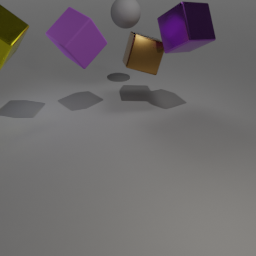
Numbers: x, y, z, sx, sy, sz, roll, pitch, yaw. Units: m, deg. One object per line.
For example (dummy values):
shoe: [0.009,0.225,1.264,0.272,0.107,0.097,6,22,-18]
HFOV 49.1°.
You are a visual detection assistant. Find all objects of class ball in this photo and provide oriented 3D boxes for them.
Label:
ball: [-0.107,-5.348,12.987,1.400,1.400,1.400,0,30,0]

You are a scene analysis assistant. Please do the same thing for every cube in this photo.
cube: [-4.494,-3.126,9.516,1.400,1.400,1.400,34,44,-21]
cube: [0.669,-3.293,12.294,1.400,1.400,1.400,12,22,-13]
cube: [-1.929,-3.394,10.613,1.400,1.400,1.400,39,86,32]
cube: [2.175,-3.715,10.491,1.400,1.400,1.400,-14,2,-33]
